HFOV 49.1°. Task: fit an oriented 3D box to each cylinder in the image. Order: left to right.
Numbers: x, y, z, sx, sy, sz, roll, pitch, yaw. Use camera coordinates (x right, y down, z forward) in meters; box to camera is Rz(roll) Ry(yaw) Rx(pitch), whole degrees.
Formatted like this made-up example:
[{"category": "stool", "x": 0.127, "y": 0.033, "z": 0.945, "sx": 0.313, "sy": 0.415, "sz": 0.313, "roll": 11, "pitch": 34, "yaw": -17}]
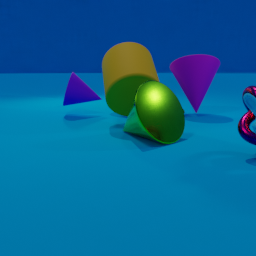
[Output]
[{"category": "cylinder", "x": 0.061, "y": -1.254, "z": 7.246, "sx": 1.391, "sy": 1.391, "sz": 1.391, "roll": -2, "pitch": 48, "yaw": -9}]

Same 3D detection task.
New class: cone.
[{"category": "cone", "x": -1.394, "y": -1.098, "z": 9.097, "sx": 1.136, "sy": 1.132, "sz": 1.132, "roll": 16, "pitch": 10, "yaw": -9}, {"category": "cone", "x": 0.290, "y": -0.141, "z": 6.305, "sx": 1.387, "sy": 1.387, "sz": 1.392, "roll": -11, "pitch": -10, "yaw": -41}, {"category": "cone", "x": 2.156, "y": -1.255, "z": 8.956, "sx": 1.595, "sy": 1.601, "sz": 1.595, "roll": 1, "pitch": -11, "yaw": 0}]

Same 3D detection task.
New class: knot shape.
[{"category": "knot shape", "x": 2.364, "y": -0.071, "z": 4.854, "sx": 0.578, "sy": 1.251, "sz": 1.171, "roll": -36, "pitch": 11, "yaw": 45}]

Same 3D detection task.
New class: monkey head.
[{"category": "monkey head", "x": 2.383, "y": 0.009, "z": 4.186, "sx": 1.483, "sy": 1.067, "sz": 0.893, "roll": 19, "pitch": 58, "yaw": 27}]

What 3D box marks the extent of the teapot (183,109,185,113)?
[{"category": "teapot", "x": 1.159, "y": -0.647, "z": 8.599, "sx": 1.246, "sy": 0.775, "sz": 0.610, "roll": 13, "pitch": 49, "yaw": -10}]
